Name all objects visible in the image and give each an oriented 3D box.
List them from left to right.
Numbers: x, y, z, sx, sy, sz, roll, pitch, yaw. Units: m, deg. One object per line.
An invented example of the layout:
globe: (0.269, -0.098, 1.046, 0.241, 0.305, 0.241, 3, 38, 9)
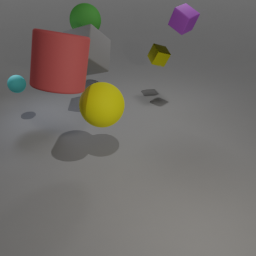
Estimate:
ball: (-4.388, -1.734, 11.050, 0.700, 0.700, 0.700, 0, 31, 0)
cylinder: (-1.736, -1.698, 7.136, 1.400, 1.400, 1.400, 9, 17, -3)
ball: (-1.907, -4.836, 12.543, 1.400, 1.400, 1.400, 0, 31, 0)
cube: (-1.662, -3.024, 11.119, 1.400, 1.400, 1.400, -3, -12, 29)
ball: (-0.806, -0.714, 8.682, 1.400, 1.400, 1.400, 0, 31, 0)
cube: (1.422, -3.348, 12.893, 0.700, 0.700, 0.700, 5, 45, -28)
cube: (1.998, -3.901, 10.039, 0.700, 0.700, 0.700, 44, 54, 15)
